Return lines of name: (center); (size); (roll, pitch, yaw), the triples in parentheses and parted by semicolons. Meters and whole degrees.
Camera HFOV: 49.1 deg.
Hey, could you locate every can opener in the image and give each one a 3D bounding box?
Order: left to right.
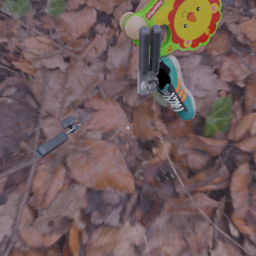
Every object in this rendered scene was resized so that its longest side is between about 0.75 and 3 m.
can opener: (-1.701, 0.168, 6.770); (0.484, 0.386, 1.448); (52, 41, -2)
can opener: (0.370, -1.292, 5.394); (0.419, 1.572, 0.526); (-9, 50, -7)

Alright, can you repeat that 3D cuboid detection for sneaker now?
sneaker: (1.031, -0.844, 6.601); (0.666, 0.595, 1.666); (-35, 107, -34)

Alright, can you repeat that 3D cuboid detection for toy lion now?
toy lion: (1.048, -2.325, 6.074); (1.888, 1.810, 0.648); (-47, 33, 13)
